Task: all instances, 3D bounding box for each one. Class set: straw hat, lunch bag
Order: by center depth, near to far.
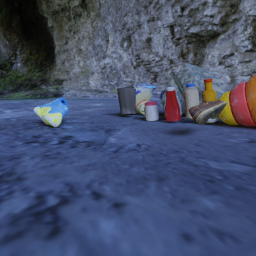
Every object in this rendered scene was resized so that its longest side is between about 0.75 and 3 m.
[{"bbox_3d":[2.721,-1.408,11.881,2.380,1.658,1.996,3,-41,-40],"label":"lunch bag"},{"bbox_3d":[0.704,-0.963,13.038,1.572,1.572,0.665,-8,52,-47],"label":"straw hat"}]

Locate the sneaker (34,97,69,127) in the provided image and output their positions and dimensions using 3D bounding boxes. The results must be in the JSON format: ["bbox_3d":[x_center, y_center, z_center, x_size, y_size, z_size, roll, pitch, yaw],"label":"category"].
[{"bbox_3d":[-2.412,-0.566,9.123,0.925,0.667,1.761,-46,36,-15],"label":"sneaker"}]

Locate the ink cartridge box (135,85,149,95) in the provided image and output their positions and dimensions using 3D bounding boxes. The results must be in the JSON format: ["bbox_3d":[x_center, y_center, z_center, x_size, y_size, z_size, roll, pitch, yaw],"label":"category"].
[{"bbox_3d":[0.382,-1.445,12.853,0.623,1.254,0.246,12,32,-44],"label":"ink cartridge box"}]

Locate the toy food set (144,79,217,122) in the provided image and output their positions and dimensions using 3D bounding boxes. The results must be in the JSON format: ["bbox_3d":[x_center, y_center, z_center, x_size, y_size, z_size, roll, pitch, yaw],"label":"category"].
[{"bbox_3d":[1.663,-0.984,10.142,2.835,1.275,1.353,0,13,36],"label":"toy food set"}]

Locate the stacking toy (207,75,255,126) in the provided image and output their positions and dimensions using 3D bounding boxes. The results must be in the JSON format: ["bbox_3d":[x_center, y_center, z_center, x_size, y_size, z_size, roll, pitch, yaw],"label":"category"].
[{"bbox_3d":[3.422,-0.675,8.696,2.478,1.810,1.810,-13,-3,39],"label":"stacking toy"}]

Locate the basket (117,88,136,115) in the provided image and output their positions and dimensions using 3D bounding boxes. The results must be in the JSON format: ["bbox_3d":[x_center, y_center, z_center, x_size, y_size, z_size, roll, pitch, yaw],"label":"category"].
[{"bbox_3d":[-0.018,-1.114,12.035,0.746,1.098,0.990,-6,-4,37],"label":"basket"}]

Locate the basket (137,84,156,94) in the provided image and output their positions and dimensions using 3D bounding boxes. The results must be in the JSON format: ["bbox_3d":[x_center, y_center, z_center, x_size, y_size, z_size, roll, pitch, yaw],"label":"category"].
[{"bbox_3d":[0.792,-1.806,13.435,0.860,0.678,0.975,0,-10,-17],"label":"basket"}]

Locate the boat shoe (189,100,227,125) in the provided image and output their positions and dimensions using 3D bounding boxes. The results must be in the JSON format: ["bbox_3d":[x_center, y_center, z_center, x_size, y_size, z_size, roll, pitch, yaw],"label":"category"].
[{"bbox_3d":[1.907,-0.466,6.617,1.303,0.469,0.440,-20,55,-43],"label":"boat shoe"}]
